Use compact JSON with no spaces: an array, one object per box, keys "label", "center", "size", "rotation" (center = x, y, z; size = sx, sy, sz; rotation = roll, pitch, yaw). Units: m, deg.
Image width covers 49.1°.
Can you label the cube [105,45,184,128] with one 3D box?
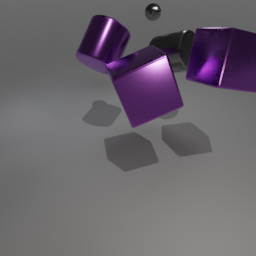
[{"label":"cube","center":[0.384,-1.099,7.168],"size":[1.400,1.400,1.400],"rotation":[-24,28,1]}]

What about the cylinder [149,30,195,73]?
[{"label":"cylinder","center":[1.667,-2.692,10.077],"size":[1.400,1.400,1.400],"rotation":[4,27,43]}]

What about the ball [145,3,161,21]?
[{"label":"ball","center":[1.058,-4.909,11.873],"size":[0.700,0.700,0.700],"rotation":[0,32,0]}]

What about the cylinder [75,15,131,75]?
[{"label":"cylinder","center":[-0.802,-2.673,9.135],"size":[1.400,1.400,1.400],"rotation":[22,-6,2]}]

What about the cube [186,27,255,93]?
[{"label":"cube","center":[2.598,-1.792,7.373],"size":[1.400,1.400,1.400],"rotation":[2,17,-25]}]
